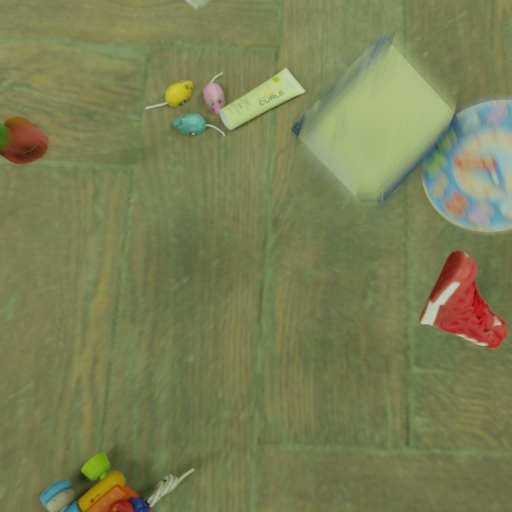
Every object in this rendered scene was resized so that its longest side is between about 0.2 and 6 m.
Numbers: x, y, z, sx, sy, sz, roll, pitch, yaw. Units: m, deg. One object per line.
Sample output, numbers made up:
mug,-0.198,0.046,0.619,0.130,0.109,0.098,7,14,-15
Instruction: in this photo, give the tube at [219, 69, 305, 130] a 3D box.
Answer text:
tube,0.088,-3.140,11.216,1.736,0.451,0.504,-32,117,-12

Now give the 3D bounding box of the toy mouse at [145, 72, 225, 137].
toy mouse,-1.128,-2.974,11.203,1.685,0.326,1.498,-38,79,-8

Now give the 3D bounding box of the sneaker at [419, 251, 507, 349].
sneaker,3.206,0.673,8.186,1.223,2.116,0.829,23,74,14

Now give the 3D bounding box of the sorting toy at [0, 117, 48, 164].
sorting toy,-4.000,-1.861,8.524,0.977,1.626,0.667,-34,74,21

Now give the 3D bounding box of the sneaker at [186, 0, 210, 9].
sneaker,-1.028,-4.544,9.369,0.662,1.881,0.754,-17,121,17

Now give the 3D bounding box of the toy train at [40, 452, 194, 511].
toy train,-2.344,3.846,9.324,2.395,1.014,1.386,-40,66,-9

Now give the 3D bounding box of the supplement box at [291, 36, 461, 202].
supplement box,1.585,-1.795,7.703,1.526,1.026,1.528,44,89,-8

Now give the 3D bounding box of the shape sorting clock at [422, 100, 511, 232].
shape sorting clock,3.292,-1.283,7.854,1.925,0.378,1.925,-7,78,33
